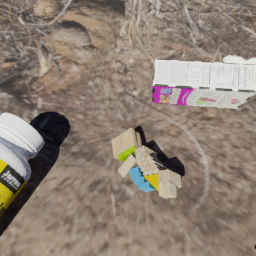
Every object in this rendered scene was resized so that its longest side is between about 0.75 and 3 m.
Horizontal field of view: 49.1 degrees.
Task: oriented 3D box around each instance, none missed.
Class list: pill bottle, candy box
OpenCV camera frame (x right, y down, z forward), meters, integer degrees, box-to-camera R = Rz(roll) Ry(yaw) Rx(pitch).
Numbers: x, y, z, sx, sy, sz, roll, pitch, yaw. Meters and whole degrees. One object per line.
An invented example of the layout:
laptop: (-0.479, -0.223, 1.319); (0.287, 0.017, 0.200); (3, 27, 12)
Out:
pill bottle: (-2.998, 1.063, 5.671); (1.546, 1.546, 2.778); (23, 61, 15)
candy box: (1.791, -1.060, 7.040); (2.342, 1.597, 0.714); (5, 81, 5)

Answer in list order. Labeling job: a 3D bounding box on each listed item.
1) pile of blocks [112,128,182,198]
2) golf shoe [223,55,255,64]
pile of blocks: (0.390, 0.898, 6.233); (0.898, 0.680, 2.188); (-50, 43, 8)
golf shoe: (3.467, -1.707, 8.129); (1.458, 0.549, 0.667); (13, 87, 31)
